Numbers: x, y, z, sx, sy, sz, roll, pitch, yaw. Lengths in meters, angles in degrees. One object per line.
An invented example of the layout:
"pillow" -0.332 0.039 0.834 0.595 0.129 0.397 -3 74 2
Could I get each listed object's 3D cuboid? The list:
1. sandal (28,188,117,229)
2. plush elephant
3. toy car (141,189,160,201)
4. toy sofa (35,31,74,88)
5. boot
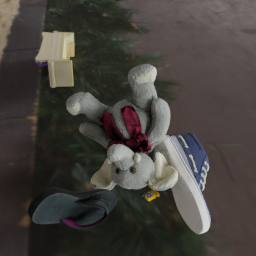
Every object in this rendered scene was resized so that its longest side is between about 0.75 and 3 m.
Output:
"sandal" -0.763 1.411 4.652 0.466 1.949 0.733 37 99 33
"plush elephant" -0.018 0.360 5.764 2.042 2.479 1.919 -15 47 17
"toy car" 0.195 1.051 6.257 0.410 0.604 1.231 -25 54 -31
"toy sofa" -2.148 -2.126 8.498 1.000 0.848 2.048 -2 42 -9
"boot" 1.457 1.060 6.126 1.014 0.816 2.244 -9 62 -23
